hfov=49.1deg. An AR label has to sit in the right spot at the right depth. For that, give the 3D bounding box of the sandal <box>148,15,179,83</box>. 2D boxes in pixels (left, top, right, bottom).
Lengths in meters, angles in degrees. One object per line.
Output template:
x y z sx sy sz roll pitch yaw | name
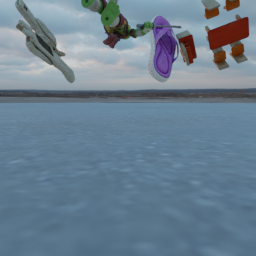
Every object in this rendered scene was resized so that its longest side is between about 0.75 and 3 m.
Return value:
1.353 -2.845 9.683 1.205 2.961 0.728 23 -33 -30 | sandal

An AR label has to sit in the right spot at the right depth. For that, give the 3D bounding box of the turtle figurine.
-0.055 -3.481 8.102 2.445 1.759 2.370 -15 0 24 | turtle figurine

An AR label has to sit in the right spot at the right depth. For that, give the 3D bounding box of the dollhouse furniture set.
3.066 -3.158 9.943 2.462 2.489 1.282 -19 40 8 | dollhouse furniture set

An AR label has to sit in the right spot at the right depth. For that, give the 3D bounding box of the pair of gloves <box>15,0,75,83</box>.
-2.483 -2.484 8.159 0.428 2.438 2.073 -35 -41 9 | pair of gloves
